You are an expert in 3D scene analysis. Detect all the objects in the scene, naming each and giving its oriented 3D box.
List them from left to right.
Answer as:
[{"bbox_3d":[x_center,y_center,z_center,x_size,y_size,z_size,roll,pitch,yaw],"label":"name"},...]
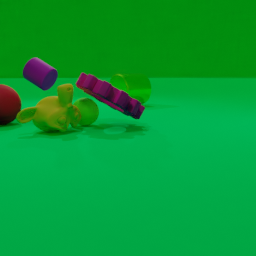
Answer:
[{"bbox_3d":[-3.442,-0.624,7.520,1.095,1.095,1.095,0,11,0],"label":"ball"},{"bbox_3d":[-3.033,-1.867,9.716,0.851,0.851,0.851,33,19,10],"label":"cylinder"},{"bbox_3d":[-1.718,-0.502,6.635,1.017,1.215,1.688,18,24,29],"label":"monkey head"},{"bbox_3d":[-1.144,-0.432,7.458,0.743,0.743,0.743,0,11,0],"label":"ball"},{"bbox_3d":[-0.449,-0.792,7.157,1.815,0.336,1.815,28,-2,1],"label":"gear"},{"bbox_3d":[0.077,-1.670,12.165,1.368,1.368,1.368,-9,14,-38],"label":"cylinder"}]
